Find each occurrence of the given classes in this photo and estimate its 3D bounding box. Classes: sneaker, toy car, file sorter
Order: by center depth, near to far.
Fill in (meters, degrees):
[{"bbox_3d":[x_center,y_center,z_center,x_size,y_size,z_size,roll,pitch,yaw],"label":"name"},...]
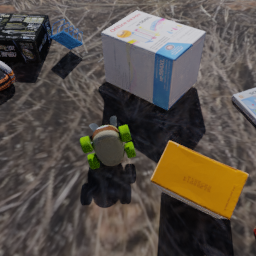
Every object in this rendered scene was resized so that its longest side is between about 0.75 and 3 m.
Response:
[{"bbox_3d":[-0.518,0.153,6.657,1.084,1.041,1.320,-17,39,-1],"label":"toy car"},{"bbox_3d":[-4.553,-1.669,8.217,2.264,0.878,1.269,27,53,22],"label":"sneaker"},{"bbox_3d":[-1.985,-3.069,9.190,0.604,0.870,0.534,-8,72,34],"label":"file sorter"}]

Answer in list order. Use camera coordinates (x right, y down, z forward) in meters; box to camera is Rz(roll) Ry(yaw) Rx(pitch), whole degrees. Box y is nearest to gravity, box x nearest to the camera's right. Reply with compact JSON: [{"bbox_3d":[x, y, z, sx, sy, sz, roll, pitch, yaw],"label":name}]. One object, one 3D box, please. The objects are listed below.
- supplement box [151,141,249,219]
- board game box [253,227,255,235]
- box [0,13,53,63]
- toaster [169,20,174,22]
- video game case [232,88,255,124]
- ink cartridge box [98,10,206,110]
[{"bbox_3d":[1.237,1.015,5.080,1.295,2.055,0.756,23,79,17],"label":"supplement box"},{"bbox_3d":[4.099,2.466,4.779,2.951,0.683,2.235,-6,50,-5],"label":"board game box"},{"bbox_3d":[-3.768,-3.038,9.385,2.020,0.870,1.654,2,49,2],"label":"box"},{"bbox_3d":[1.250,-3.229,9.648,0.836,0.736,1.295,-1,46,-4],"label":"toaster"},{"bbox_3d":[4.109,-0.489,7.637,1.723,0.209,1.893,-18,52,-15],"label":"video game case"},{"bbox_3d":[0.532,-2.030,7.938,2.610,1.634,1.678,29,54,25],"label":"ink cartridge box"}]
